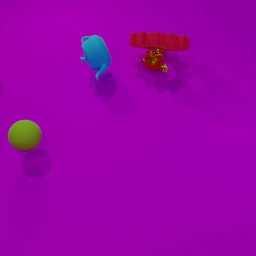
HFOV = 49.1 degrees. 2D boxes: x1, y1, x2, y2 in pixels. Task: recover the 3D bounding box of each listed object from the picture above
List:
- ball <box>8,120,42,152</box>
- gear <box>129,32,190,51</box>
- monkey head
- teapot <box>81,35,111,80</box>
[{"bbox_3d":[-2.787,0.215,7.598,0.855,0.855,0.855,0,57,0],"label":"ball"},{"bbox_3d":[1.069,-2.940,9.612,2.034,2.034,0.376,4,101,-1],"label":"gear"},{"bbox_3d":[0.993,-2.447,9.956,1.191,0.718,0.857,29,54,24],"label":"monkey head"},{"bbox_3d":[-1.090,-2.360,9.240,0.912,1.158,1.863,-24,65,-4],"label":"teapot"}]
